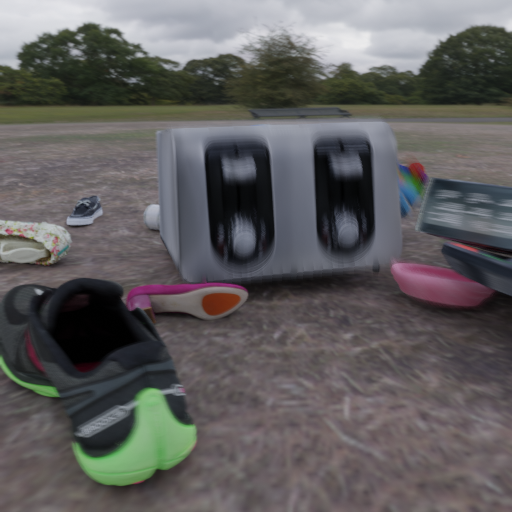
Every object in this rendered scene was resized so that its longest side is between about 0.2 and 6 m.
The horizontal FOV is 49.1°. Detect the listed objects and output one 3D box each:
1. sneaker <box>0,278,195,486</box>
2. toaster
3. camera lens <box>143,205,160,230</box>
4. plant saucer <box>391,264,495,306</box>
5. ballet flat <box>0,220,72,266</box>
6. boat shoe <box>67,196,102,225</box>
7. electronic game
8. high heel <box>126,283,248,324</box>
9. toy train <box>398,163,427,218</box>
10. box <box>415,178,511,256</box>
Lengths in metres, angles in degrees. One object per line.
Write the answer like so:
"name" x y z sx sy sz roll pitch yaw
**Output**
"sneaker" -1.568 0.746 5.207 1.235 1.348 3.218 -14 22 -39
"toaster" 0.151 -1.017 9.187 3.353 2.200 3.708 -4 12 -14
"camera lens" -1.976 -0.789 11.672 0.650 0.520 0.520 8 19 26
"plant saucer" 2.555 0.399 7.751 1.390 0.352 1.390 8 8 -1
"ballet flat" -4.256 -0.191 9.360 2.259 0.854 0.722 -2 34 3
"boat shoe" -3.827 -1.044 12.533 0.544 0.514 1.515 2 17 6
"electronic game" 3.466 0.290 6.737 2.473 0.515 2.473 17 9 -3
"high heel" -0.927 0.488 7.394 1.577 0.532 0.758 -6 28 -9
"toy train" 2.255 -1.446 10.805 1.829 0.774 1.059 23 54 15
"box" 4.622 -0.241 7.919 3.705 0.852 2.945 16 6 40
